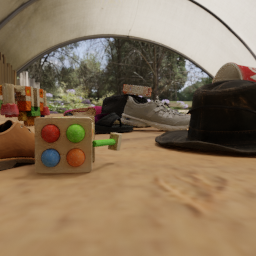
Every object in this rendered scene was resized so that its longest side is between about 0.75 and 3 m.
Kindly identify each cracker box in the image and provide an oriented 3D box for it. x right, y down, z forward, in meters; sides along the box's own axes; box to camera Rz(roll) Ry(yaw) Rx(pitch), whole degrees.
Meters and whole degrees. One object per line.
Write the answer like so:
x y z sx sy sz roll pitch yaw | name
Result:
0.318 -1.258 9.514 0.938 0.271 0.629 6 0 5 | cracker box

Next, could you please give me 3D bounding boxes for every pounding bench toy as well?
-0.454 0.143 2.816 0.827 0.514 0.645 0 4 -5 | pounding bench toy

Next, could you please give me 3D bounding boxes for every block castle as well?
-4.284 -0.739 10.287 1.974 1.386 2.953 -3 2 9 | block castle

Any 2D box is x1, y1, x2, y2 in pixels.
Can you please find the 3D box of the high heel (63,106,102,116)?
-2.366 -0.858 15.456 2.323 0.782 1.114 -5 -7 3 | high heel

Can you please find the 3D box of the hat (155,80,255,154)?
1.853 -0.276 4.706 2.810 1.133 2.810 -1 3 0 | hat

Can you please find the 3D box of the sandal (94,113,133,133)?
-0.660 -0.147 7.032 2.125 0.509 0.799 2 3 -42 | sandal

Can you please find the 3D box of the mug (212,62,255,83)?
4.414 -0.635 8.722 2.993 2.656 1.997 3 -33 -12 | mug

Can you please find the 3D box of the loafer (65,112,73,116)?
-2.579 -0.464 12.559 0.460 0.476 1.356 0 4 -3 | loafer

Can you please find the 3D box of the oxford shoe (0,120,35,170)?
-1.162 0.149 3.116 0.484 0.484 1.358 0 2 24 | oxford shoe

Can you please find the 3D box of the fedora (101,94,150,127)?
-0.096 -0.630 10.118 2.437 1.113 2.437 0 4 0 | fedora

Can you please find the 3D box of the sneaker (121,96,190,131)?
0.913 -0.422 7.871 2.234 0.916 0.835 7 5 8 | sneaker
